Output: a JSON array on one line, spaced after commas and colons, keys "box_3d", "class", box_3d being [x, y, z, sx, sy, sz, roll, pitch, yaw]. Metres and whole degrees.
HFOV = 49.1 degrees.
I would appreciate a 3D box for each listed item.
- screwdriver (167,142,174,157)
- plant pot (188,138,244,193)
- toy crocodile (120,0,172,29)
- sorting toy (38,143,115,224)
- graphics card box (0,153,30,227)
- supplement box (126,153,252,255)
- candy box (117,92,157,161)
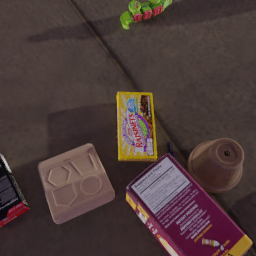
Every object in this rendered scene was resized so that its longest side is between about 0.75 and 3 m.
[{"box_3d": [1.408, 0.986, 8.549, 0.179, 0.172, 1.230, 2, 63, -34], "class": "screwdriver"}, {"box_3d": [2.588, 0.917, 7.917, 1.571, 1.370, 1.571, 0, 64, 0], "class": "plant pot"}, {"box_3d": [0.711, -4.507, 10.732, 2.225, 0.751, 0.687, -24, 73, -8], "class": "toy crocodile"}, {"box_3d": [-1.506, 1.544, 8.049, 1.765, 0.348, 1.907, -22, 60, -12], "class": "sorting toy"}, {"box_3d": [-3.848, 1.783, 7.982, 1.273, 0.516, 2.030, -32, 71, -13], "class": "graphics card box"}, {"box_3d": [1.325, 2.289, 7.042, 1.421, 1.802, 2.753, -37, 70, -16], "class": "supplement box"}, {"box_3d": [0.257, -0.082, 8.863, 1.175, 0.304, 2.299, 0, 67, -6], "class": "candy box"}]
